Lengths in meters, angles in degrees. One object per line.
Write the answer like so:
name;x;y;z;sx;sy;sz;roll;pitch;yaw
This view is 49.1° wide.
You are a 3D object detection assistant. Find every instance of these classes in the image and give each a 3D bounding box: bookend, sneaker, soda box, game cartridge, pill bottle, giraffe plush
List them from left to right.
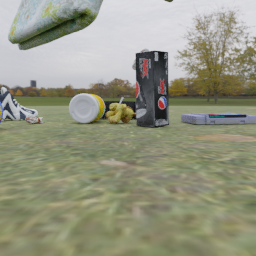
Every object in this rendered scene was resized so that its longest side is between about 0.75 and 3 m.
sneaker;-5.593;-1.225;13.589;2.601;1.693;1.038;-5;8;-42
pill bottle;-1.690;-0.881;12.371;1.227;1.227;2.209;1;6;6
bookend;-0.765;-0.904;14.327;1.971;0.914;1.984;-4;8;-29
giraffe plush;-0.205;-0.605;11.771;0.954;1.176;1.015;26;18;-41
sneaker;0.530;-3.192;12.772;0.434;1.127;0.462;33;22;-19
soda box;0.876;-1.394;10.172;0.847;2.676;0.947;-9;11;-44
game cartridge;3.810;-0.418;11.897;2.667;0.512;1.729;-1;1;-10

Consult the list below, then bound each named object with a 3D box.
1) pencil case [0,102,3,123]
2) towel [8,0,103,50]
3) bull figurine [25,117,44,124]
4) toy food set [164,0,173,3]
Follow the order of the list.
pencil case;-5.185;-0.391;8.437;1.052;1.171;2.696;-33;-15;32
towel;-1.369;-3.062;6.021;2.970;2.543;0.715;-1;-19;43
bull figurine;-3.818;-0.322;11.634;0.528;0.283;0.869;4;7;35
toy food set;0.796;-3.266;5.033;0.458;1.518;1.089;-13;-4;-25
